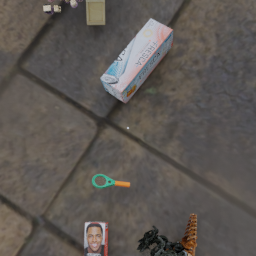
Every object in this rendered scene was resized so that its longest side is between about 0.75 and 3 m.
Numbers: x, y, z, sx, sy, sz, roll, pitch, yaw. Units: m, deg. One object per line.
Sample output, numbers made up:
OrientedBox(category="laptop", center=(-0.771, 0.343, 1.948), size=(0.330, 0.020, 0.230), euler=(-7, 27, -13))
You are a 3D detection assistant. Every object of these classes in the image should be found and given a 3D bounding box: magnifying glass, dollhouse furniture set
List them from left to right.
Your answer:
OrientedBox(category="dollhouse furniture set", center=(-1.815, -4.463, 8.371), size=(2.160, 1.358, 2.442), euler=(-3, 118, -8))
OrientedBox(category="magnifying glass", center=(-0.449, 1.443, 7.417), size=(1.009, 0.113, 0.401), euler=(10, 46, -8))

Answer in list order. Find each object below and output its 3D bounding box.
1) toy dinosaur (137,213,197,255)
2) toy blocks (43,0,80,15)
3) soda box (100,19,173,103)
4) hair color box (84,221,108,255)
OrientedBox(category="toy dinosaur", center=(1.089, 3.147, 6.968), size=(1.474, 1.110, 2.172), euler=(25, 72, -14))
OrientedBox(category="toy blocks", center=(-1.946, -3.903, 8.398), size=(1.061, 0.955, 1.135), euler=(-4, 92, 0))
OrientedBox(category="soda box", center=(0.308, -1.964, 8.170), size=(0.834, 0.776, 2.440), euler=(34, 78, 18))
OrientedBox(category="hair color box", center=(-0.837, 3.057, 7.326), size=(0.576, 0.348, 1.135), euler=(-2, 77, 9))
